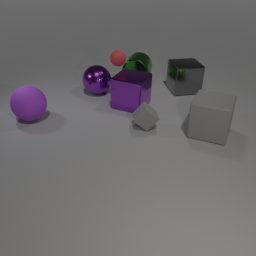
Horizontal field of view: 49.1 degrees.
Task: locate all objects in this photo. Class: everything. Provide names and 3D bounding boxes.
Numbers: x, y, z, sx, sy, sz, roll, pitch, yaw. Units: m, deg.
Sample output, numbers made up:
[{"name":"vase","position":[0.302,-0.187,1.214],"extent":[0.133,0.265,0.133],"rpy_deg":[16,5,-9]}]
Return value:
[{"name":"ball","position":[-1.493,-2.317,13.482],"extent":[1.400,1.400,1.400],"rpy_deg":[0,31,0]},{"name":"cube","position":[0.154,-1.649,12.305],"extent":[1.400,1.400,1.400],"rpy_deg":[14,34,19]},{"name":"cube","position":[0.678,-0.443,10.751],"extent":[0.700,0.700,0.700],"rpy_deg":[35,21,-24]},{"name":"cube","position":[2.787,-2.538,13.802],"extent":[1.400,1.400,1.400],"rpy_deg":[-5,32,-9]},{"name":"ball","position":[-0.426,-3.017,12.097],"extent":[0.700,0.700,0.700],"rpy_deg":[0,31,0]},{"name":"ball","position":[-3.962,-0.987,11.195],"extent":[1.400,1.400,1.400],"rpy_deg":[0,31,0]},{"name":"cylinder","position":[0.496,-3.135,14.810],"extent":[1.400,1.400,1.400],"rpy_deg":[6,32,11]},{"name":"cube","position":[3.067,-0.425,10.293],"extent":[1.400,1.400,1.400],"rpy_deg":[13,33,21]}]
